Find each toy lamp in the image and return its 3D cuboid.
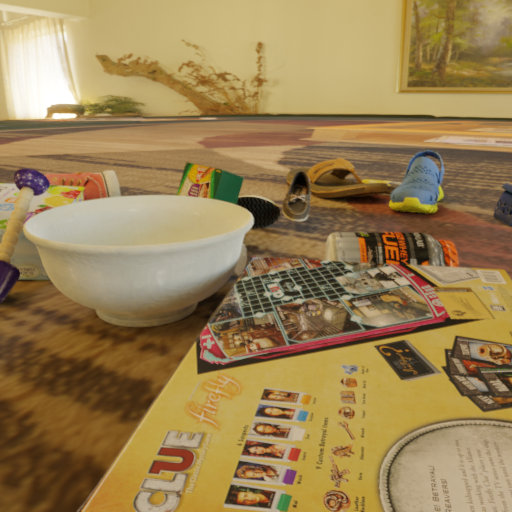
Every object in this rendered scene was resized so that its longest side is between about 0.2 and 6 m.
[{"bbox_3d":[-3.331,-0.269,7.620,0.567,0.567,1.949,2,58,7],"label":"toy lamp"}]

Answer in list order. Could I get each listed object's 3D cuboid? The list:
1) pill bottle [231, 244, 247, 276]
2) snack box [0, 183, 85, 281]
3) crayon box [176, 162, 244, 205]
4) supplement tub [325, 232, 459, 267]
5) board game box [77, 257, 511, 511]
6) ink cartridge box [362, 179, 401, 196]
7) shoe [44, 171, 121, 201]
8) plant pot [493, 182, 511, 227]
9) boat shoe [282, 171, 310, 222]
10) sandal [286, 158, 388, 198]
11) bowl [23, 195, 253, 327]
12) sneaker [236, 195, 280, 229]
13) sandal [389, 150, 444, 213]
[{"bbox_3d":[-0.714,0.003,8.245,1.058,0.632,0.632,6,18,20],"label":"pill bottle"},{"bbox_3d":[-4.126,-0.479,9.073,2.206,0.885,2.616,2,19,-5],"label":"snack box"},{"bbox_3d":[-0.914,-0.811,9.454,0.461,1.363,1.580,15,5,-31],"label":"crayon box"},{"bbox_3d":[1.687,0.172,7.148,1.554,0.952,0.952,0,17,1],"label":"supplement tub"},{"bbox_3d":[0.942,1.060,4.614,2.958,0.755,4.366,4,18,11],"label":"board game box"},{"bbox_3d":[3.372,-1.835,14.803,1.226,0.292,1.241,11,22,33],"label":"ink cartridge box"},{"bbox_3d":[-3.781,-1.309,12.043,1.262,0.992,2.775,-10,15,-25],"label":"shoe"},{"bbox_3d":[5.471,-1.058,11.389,0.896,0.806,0.896,0,18,0],"label":"plant pot"},{"bbox_3d":[0.812,-1.209,11.119,0.542,0.462,1.622,4,30,5],"label":"boat shoe"},{"bbox_3d":[1.914,-2.083,14.435,1.406,0.945,3.501,-9,19,-27],"label":"sandal"},{"bbox_3d":[-1.389,0.082,6.999,2.713,1.219,2.713,0,17,0],"label":"bowl"},{"bbox_3d":[-0.470,-0.977,11.332,1.898,0.668,0.887,-2,22,2],"label":"sneaker"},{"bbox_3d":[3.725,-1.702,12.837,1.107,1.213,2.786,8,21,19],"label":"sandal"}]
